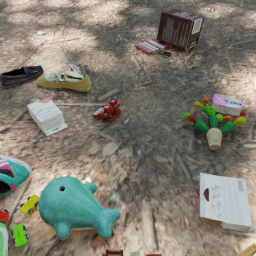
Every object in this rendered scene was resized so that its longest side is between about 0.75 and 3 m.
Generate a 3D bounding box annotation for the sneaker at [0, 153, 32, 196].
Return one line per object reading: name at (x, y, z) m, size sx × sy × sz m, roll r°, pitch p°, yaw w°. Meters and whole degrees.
sneaker at (-4.448, 1.543, 9.152) m, size 2.202 × 0.921 × 1.330 m, roll 12°, pitch 35°, yaw 10°

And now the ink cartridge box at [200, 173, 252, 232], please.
ink cartridge box at (2.952, 2.256, 8.719) m, size 1.485 × 0.377 × 1.686 m, roll 8°, pitch 44°, yaw 7°

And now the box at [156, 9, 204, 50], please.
box at (2.989, -5.700, 16.059) m, size 1.994 × 1.637 × 1.654 m, roll 27°, pitch 40°, yaw 26°

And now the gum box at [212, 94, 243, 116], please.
gum box at (4.269, -1.010, 12.148) m, size 1.265 × 0.418 × 0.718 m, roll 14°, pitch 46°, yaw 15°

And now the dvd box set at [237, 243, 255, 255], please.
dvd box set at (2.687, 3.460, 7.071) m, size 1.241 × 0.908 × 0.183 m, roll -22°, pitch 48°, yaw -22°

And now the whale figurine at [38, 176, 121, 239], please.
whale figurine at (-1.440, 2.252, 8.090) m, size 2.414 × 1.253 × 1.921 m, roll 19°, pitch 47°, yaw 18°

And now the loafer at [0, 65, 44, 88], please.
loafer at (-5.162, -2.656, 13.692) m, size 2.212 × 0.697 × 0.795 m, roll -32°, pitch 52°, yaw -29°

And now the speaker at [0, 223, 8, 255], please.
speaker at (-3.532, 3.514, 7.013) m, size 0.952 × 0.952 × 2.152 m, roll -10°, pitch 44°, yaw -10°

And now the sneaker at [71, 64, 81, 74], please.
sneaker at (-2.669, -2.957, 14.301) m, size 0.386 × 0.356 × 0.875 m, roll -19°, pitch 55°, yaw -21°

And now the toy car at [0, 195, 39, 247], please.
toy car at (-3.216, 2.815, 8.161) m, size 1.588 × 0.354 × 1.494 m, roll -18°, pitch 47°, yaw -17°

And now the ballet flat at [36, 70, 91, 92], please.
ballet flat at (-3.066, -2.343, 13.237) m, size 2.772 × 0.874 × 0.951 m, roll 7°, pitch 44°, yaw 8°

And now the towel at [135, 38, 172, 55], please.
towel at (1.517, -4.800, 16.343) m, size 1.844 × 0.210 × 1.328 m, roll -26°, pitch 47°, yaw -27°

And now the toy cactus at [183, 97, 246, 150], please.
toy cactus at (3.405, -0.138, 10.861) m, size 2.457 × 1.256 × 2.027 m, roll 10°, pitch 54°, yaw -1°

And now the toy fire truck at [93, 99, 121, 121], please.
toy fire truck at (-0.876, -0.778, 11.850) m, size 0.916 × 0.612 × 1.091 m, roll 6°, pitch 39°, yaw 34°

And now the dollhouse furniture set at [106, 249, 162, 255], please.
dollhouse furniture set at (0.146, 3.593, 7.140) m, size 1.499 × 0.610 × 0.807 m, roll -1°, pitch 43°, yaw -1°

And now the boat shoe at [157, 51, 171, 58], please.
boat shoe at (2.038, -4.150, 15.604) m, size 0.826 × 0.249 × 0.294 m, roll 21°, pitch 47°, yaw 21°

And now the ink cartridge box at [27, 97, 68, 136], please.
ink cartridge box at (-3.295, -0.497, 11.504) m, size 0.982 × 0.569 × 1.686 m, roll -28°, pitch 50°, yaw -26°
